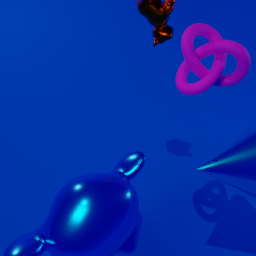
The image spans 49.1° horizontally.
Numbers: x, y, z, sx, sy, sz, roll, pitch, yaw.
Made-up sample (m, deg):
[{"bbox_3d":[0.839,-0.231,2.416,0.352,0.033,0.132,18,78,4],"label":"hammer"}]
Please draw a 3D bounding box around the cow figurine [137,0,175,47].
[{"bbox_3d":[0.537,-2.135,5.475,0.957,0.942,0.525,27,46,-12],"label":"cow figurine"}]

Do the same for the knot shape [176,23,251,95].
[{"bbox_3d":[1.281,-1.167,4.577,1.200,0.555,1.123,-17,88,17],"label":"knot shape"}]

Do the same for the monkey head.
[{"bbox_3d":[-0.529,1.059,3.465,1.900,1.145,1.367,-35,32,-29],"label":"monkey head"}]

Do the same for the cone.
[{"bbox_3d":[1.869,0.698,5.155,1.399,1.394,1.394,-2,62,-21],"label":"cone"}]
